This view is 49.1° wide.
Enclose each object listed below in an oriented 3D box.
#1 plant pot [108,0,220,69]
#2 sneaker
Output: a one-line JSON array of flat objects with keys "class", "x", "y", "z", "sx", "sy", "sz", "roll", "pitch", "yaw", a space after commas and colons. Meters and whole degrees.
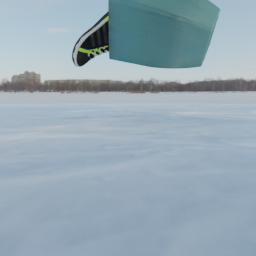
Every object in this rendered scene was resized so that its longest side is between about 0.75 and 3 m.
[{"class": "plant pot", "x": 1.160, "y": -3.181, "z": 8.806, "sx": 2.973, "sy": 2.100, "sz": 2.101, "roll": 19, "pitch": 52, "yaw": 13}, {"class": "sneaker", "x": -0.966, "y": -3.394, "z": 11.011, "sx": 1.218, "sy": 2.941, "sz": 1.055, "roll": 46, "pitch": 9, "yaw": 14}]
